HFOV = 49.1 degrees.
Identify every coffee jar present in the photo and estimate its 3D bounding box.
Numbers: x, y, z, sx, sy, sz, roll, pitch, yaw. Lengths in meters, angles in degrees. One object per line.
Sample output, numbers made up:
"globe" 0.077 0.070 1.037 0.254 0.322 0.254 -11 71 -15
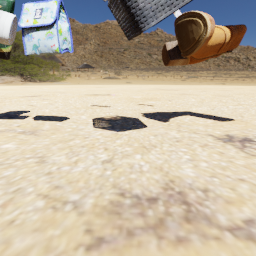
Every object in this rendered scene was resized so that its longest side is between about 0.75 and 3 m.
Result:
"coffee jar" -3.964 -3.023 8.367 1.010 1.936 0.826 4 34 -23

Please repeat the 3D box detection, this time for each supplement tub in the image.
"supplement tub" -3.630 -2.720 7.288 1.252 0.826 0.826 13 8 -12

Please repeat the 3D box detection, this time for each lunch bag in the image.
"lunch bag" -2.146 -2.599 7.315 1.139 1.339 0.854 2 15 18

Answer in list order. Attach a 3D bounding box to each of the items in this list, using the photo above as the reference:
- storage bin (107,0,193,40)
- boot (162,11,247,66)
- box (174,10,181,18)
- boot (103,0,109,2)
"storage bin" 0.451 -2.696 5.930 1.399 0.970 2.070 -34 15 1
"boot" 2.439 -2.555 8.043 2.312 1.142 2.978 -13 -8 -9
"box" 1.895 -4.332 10.645 0.220 1.137 0.236 -35 -10 24
"boot" -0.315 -4.560 9.630 1.182 0.778 0.412 31 42 14
